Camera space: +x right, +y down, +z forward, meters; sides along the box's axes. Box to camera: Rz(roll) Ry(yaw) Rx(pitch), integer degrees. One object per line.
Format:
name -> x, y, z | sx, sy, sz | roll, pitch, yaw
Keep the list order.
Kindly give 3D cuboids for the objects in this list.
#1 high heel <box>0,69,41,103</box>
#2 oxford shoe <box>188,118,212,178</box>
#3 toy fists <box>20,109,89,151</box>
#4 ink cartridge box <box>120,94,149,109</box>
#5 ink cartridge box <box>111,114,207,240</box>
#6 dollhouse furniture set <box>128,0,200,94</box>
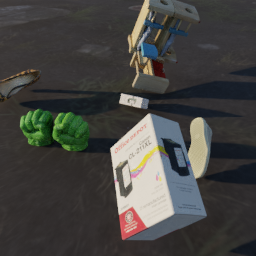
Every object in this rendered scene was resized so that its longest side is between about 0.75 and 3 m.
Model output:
high heel -> -3.663, -1.422, 9.022 | 1.306, 0.654, 1.832 | -21, 16, 27
oxford shoe -> 1.717, 0.469, 6.543 | 0.567, 0.435, 1.507 | -18, 50, 40
toy fists -> -1.864, 0.042, 7.094 | 1.812, 0.924, 0.623 | 7, 31, 12
ink cartridge box -> 0.205, -0.832, 8.771 | 0.755, 0.317, 0.551 | 15, 7, 24
ink cartridge box -> 0.392, 0.828, 4.691 | 0.712, 1.254, 1.720 | 16, 48, -33
dollhouse furniture set -> 1.343, -2.940, 9.948 | 2.026, 2.038, 2.892 | 9, 49, -16
